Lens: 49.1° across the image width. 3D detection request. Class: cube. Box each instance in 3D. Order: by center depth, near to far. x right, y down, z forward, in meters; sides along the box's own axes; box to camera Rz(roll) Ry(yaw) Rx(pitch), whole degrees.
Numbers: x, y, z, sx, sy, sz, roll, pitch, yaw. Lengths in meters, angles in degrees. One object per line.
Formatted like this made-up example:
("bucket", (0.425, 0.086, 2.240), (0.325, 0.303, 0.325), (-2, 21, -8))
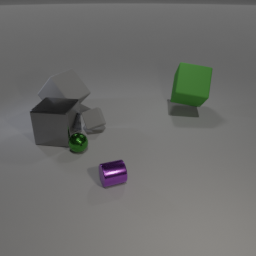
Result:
("cube", (-2.677, -0.246, 10.640), (1.400, 1.400, 1.400), (4, 28, 8))
("cube", (-1.357, -0.372, 11.187), (0.700, 0.700, 0.700), (-20, -2, 4))
("cube", (2.756, -1.869, 12.334), (1.400, 1.400, 1.400), (10, -11, 1))
("cube", (-2.827, -1.541, 12.435), (1.400, 1.400, 1.400), (-35, 3, 42))

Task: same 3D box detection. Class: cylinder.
("cylinder", (-0.453, 1.341, 8.338), (0.700, 0.700, 0.700), (-10, 29, -18))

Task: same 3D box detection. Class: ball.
("ball", (-1.757, 0.514, 9.903), (0.700, 0.700, 0.700), (0, 27, 0))
